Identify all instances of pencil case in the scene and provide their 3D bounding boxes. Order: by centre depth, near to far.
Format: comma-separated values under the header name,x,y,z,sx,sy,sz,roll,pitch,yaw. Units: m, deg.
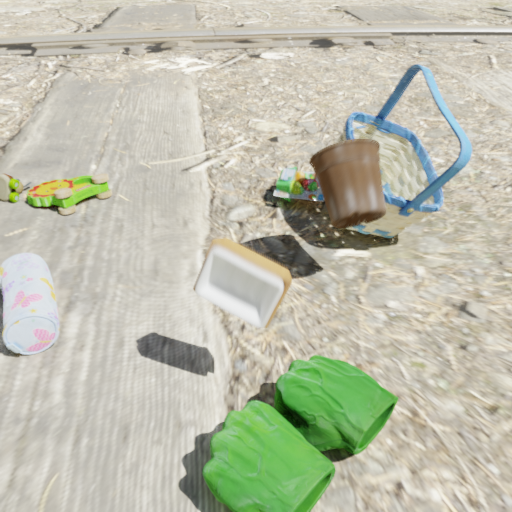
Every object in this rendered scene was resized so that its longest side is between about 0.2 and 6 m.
name,x,y,z,sx,sy,sz,roll,pitch,yaw
pencil case,-3.591,0.707,8.763,0.840,0.770,1.853,-24,39,-12

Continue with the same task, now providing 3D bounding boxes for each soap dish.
name,x,y,z,sx,sy,sz,roll,pitch,yaw
soap dish,-0.159,0.310,6.714,1.039,0.817,0.422,27,35,3

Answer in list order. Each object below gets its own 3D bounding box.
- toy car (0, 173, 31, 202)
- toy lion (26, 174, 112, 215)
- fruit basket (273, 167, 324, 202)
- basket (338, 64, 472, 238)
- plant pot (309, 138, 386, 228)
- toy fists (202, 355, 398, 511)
name,x,y,z,sx,sy,sz,roll,pitch,yaw
toy car,-5.368,-1.584,12.387,0.639,0.613,0.778,18,26,13
toy lion,-4.161,-1.434,12.274,1.447,0.518,1.509,19,38,38
fruit basket,0.996,-1.551,11.975,1.086,0.509,1.006,4,44,18
basket,2.551,-1.731,10.146,1.880,2.703,2.383,12,48,-27
plant pot,1.515,-1.097,8.845,1.139,1.139,1.128,-9,77,-12
toy fists,0.509,2.091,6.655,1.312,0.885,2.574,33,44,29
